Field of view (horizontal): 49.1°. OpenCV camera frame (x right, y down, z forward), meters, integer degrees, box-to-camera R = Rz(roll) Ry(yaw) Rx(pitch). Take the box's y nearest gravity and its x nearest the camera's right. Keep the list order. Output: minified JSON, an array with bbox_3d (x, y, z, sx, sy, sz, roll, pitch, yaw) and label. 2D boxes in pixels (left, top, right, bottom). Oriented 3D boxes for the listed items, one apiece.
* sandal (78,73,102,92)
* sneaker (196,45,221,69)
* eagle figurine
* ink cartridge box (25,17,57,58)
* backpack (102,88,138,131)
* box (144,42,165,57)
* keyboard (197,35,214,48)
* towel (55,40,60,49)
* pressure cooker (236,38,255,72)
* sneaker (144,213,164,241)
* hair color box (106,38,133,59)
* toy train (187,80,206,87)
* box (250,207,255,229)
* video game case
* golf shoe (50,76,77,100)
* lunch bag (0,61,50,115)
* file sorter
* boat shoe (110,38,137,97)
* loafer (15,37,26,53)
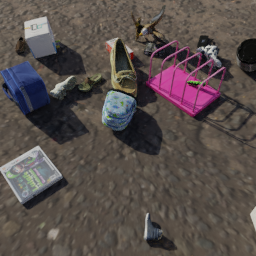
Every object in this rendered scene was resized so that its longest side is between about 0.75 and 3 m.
[{"bbox_3d":[-1.752,-2.147,12.740,0.574,0.413,1.446,27,54,21],"label":"sandal"},{"bbox_3d":[4.272,-3.606,13.819,1.071,0.657,1.645,-29,45,-12],"label":"sneaker"},{"bbox_3d":[1.280,-5.089,14.346,2.363,1.793,1.783,10,72,41],"label":"eagle figurine"},{"bbox_3d":[-4.455,-4.621,14.271,1.199,1.204,1.642,-16,50,-4],"label":"ink cartridge box"},{"bbox_3d":[-0.394,-0.719,11.097,1.394,1.314,1.709,23,65,-1],"label":"backpack"},{"bbox_3d":[1.380,-4.062,14.506,1.012,0.220,0.810,11,50,9],"label":"box"},{"bbox_3d":[4.175,-4.623,15.060,0.772,0.125,1.215,11,51,17],"label":"keyboard"},{"bbox_3d":[-3.913,-4.443,14.925,0.546,0.087,0.760,-4,50,-2],"label":"towel"},{"bbox_3d":[5.742,-3.338,13.108,1.315,1.472,1.295,15,83,25],"label":"pressure cooker"},{"bbox_3d":[0.788,2.966,8.399,0.571,0.300,0.790,-2,58,12],"label":"sneaker"},{"bbox_3d":[-0.436,-3.958,14.258,0.768,0.464,1.514,-26,55,-20],"label":"hair color box"},{"bbox_3d":[3.025,-1.973,12.356,0.862,0.180,0.243,17,47,33],"label":"toy train"},{"bbox_3d":[4.458,3.107,7.899,1.176,0.921,1.890,-2,50,-1],"label":"box"},{"bbox_3d":[-3.369,1.557,9.701,1.547,0.199,1.702,-33,57,-24],"label":"video game case"},{"bbox_3d":[-2.884,-1.897,12.465,0.707,0.569,1.453,19,51,23],"label":"golf shoe"},{"bbox_3d":[-4.398,-1.691,11.660,1.411,1.449,2.132,-29,55,-23],"label":"lunch bag"},{"bbox_3d":[2.441,-2.241,11.956,1.913,1.727,2.753,-35,58,-26],"label":"file sorter"},{"bbox_3d":[-0.211,-2.655,12.591,1.090,0.940,2.988,-4,62,-8],"label":"boat shoe"},{"bbox_3d":[-5.675,-4.363,14.639,0.424,0.412,1.160,-4,50,-3],"label":"loafer"}]
